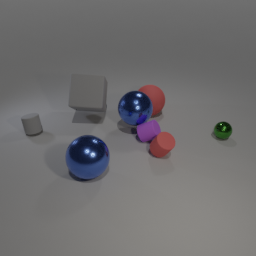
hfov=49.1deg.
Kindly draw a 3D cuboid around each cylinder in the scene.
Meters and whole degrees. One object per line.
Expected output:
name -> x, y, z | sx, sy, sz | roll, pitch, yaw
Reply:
cylinder -> 1.205, 0.589, 9.844 | 0.700, 0.700, 0.700 | 9, 59, -16
cylinder -> 0.811, 0.116, 10.760 | 0.700, 0.700, 0.700 | -19, 21, 27
cylinder -> -3.903, -0.173, 11.367 | 0.700, 0.700, 0.700 | -7, 22, 3

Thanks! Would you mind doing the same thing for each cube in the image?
cube -> -1.674, -1.483, 12.038 | 1.400, 1.400, 1.400 | 4, -2, 1

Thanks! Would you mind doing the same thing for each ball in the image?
ball -> -1.275, 0.918, 8.892 | 1.400, 1.400, 1.400 | 0, 30, 0
ball -> 0.991, -1.264, 12.742 | 1.400, 1.400, 1.400 | 0, 30, 0
ball -> 0.295, -0.786, 11.167 | 1.400, 1.400, 1.400 | 0, 30, 0
ball -> 3.738, 0.089, 11.018 | 0.700, 0.700, 0.700 | 0, 30, 0
